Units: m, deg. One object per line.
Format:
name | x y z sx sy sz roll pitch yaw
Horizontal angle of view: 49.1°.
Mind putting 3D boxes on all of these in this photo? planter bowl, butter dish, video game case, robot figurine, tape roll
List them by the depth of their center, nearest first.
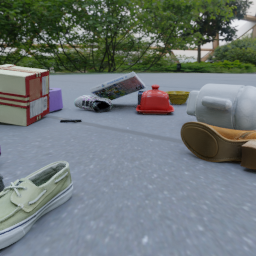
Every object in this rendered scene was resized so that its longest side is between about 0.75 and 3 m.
robot figurine | 3.514 -0.711 9.833 2.841 1.604 2.409 11 5 41
butter dish | 1.283 -1.398 13.242 1.752 1.298 1.756 1 14 5
tape roll | -4.377 -1.388 13.749 2.260 0.960 2.260 -2 13 0
video game case | -0.434 -2.040 14.341 2.316 0.280 2.540 -19 -9 13
planter bowl | 2.815 -1.688 15.735 1.562 0.651 1.562 1 14 0

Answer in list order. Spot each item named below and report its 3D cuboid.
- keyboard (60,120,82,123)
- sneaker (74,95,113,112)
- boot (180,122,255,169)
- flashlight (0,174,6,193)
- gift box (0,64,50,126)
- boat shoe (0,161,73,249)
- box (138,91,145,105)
keyboard | -2.295 -0.273 11.260 0.863 0.089 0.548 -2 8 -5
sneaker | -1.688 -1.145 13.395 1.883 0.732 1.317 -1 13 -2
boot | 2.805 0.266 7.362 2.426 0.930 1.883 13 19 42
flashlight | -2.989 0.896 5.394 2.198 0.744 0.747 13 60 53
gift box | -4.612 -1.361 11.463 2.290 2.263 2.452 8 15 8
boat shoe | -1.684 1.129 4.436 0.785 0.677 2.182 6 15 23
box | 1.049 -1.553 14.979 1.042 0.752 1.404 1 14 4
